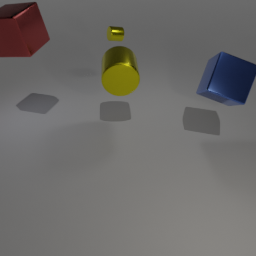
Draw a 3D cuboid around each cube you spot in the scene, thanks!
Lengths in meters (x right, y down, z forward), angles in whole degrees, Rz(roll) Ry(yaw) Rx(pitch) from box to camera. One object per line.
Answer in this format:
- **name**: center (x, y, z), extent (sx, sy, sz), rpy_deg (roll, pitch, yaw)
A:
- **cube**: center (-3.871, -3.432, 9.822), extent (1.400, 1.400, 1.400), rpy_deg (5, 43, 20)
- **cube**: center (3.464, -1.681, 9.936), extent (1.400, 1.400, 1.400), rpy_deg (20, 2, -2)

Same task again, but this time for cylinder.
- **cylinder**: center (-0.303, -2.155, 10.586), extent (1.400, 1.400, 1.400), rpy_deg (-2, 41, -3)
- **cylinder**: center (-0.633, -4.731, 14.077), extent (0.700, 0.700, 0.700), rpy_deg (-5, 32, -24)
